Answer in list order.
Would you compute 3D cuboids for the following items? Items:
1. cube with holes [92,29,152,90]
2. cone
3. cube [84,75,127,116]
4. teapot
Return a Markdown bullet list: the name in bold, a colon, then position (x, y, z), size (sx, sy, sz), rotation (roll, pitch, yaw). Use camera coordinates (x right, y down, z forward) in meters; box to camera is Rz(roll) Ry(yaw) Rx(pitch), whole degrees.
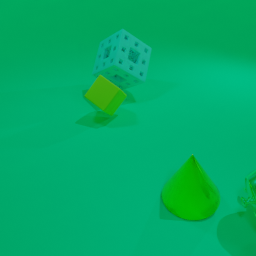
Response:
- **cube with holes**: position (-0.223, -2.407, 10.167), size (1.397, 1.397, 1.397), rotation (23, -19, -35)
- **cone**: position (1.236, 0.940, 5.447), size (1.186, 1.190, 1.186), rotation (-5, 39, 4)
- **cube**: position (-0.681, -0.997, 8.739), size (0.831, 0.831, 0.831), rotation (37, 3, 16)
- **teapot**: position (2.470, 1.213, 4.963), size (0.911, 1.157, 1.861), rotation (-16, -4, 12)
